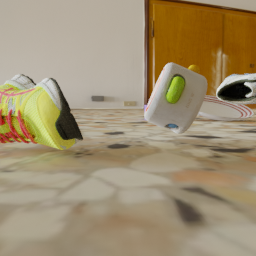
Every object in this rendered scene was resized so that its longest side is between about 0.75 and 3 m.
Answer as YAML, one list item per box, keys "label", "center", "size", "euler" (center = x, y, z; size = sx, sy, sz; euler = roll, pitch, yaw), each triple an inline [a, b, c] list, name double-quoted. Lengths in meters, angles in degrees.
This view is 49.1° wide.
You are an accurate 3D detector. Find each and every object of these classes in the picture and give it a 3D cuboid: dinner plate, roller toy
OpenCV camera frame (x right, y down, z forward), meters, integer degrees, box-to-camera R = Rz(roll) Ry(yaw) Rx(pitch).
- label: "dinner plate"
  center: [3.357, -0.780, 10.967]
  size: [2.902, 0.352, 2.902]
  euler: [7, 23, -3]
- label: "roller toy"
  center: [0.814, -0.479, 4.679]
  size: [0.802, 1.048, 1.148]
  euler: [23, 37, -2]

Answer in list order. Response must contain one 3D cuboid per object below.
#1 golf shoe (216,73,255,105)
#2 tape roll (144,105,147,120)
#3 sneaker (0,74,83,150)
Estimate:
- label: "golf shoe"
  center: [3.428, -0.949, 6.717]
  size: [2.640, 1.034, 1.283]
  euler: [-8, 10, 41]
- label: "tape roll"
  center: [1.335, -0.624, 10.939]
  size: [1.379, 0.586, 1.379]
  euler: [-1, 7, 0]
- label: "sneaker"
  center: [-1.413, -0.097, 3.657]
  size: [1.024, 0.886, 2.268]
  euler: [-33, 28, -27]
